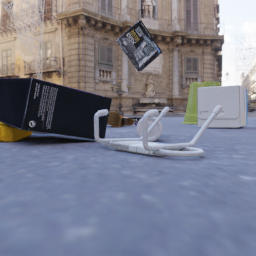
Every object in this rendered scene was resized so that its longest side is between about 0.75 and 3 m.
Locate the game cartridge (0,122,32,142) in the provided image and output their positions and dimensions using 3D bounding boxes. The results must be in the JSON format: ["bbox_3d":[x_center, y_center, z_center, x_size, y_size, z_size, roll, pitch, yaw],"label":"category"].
[{"bbox_3d":[-3.191,0.058,5.553,2.243,0.364,1.977,3,2,-8],"label":"game cartridge"}]

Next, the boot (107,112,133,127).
[{"bbox_3d":[-0.659,-0.337,10.875,1.476,0.566,1.146,0,3,-44],"label":"boot"}]

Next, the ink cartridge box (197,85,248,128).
[{"bbox_3d":[3.480,-0.737,10.208,1.432,1.425,1.951,0,2,29],"label":"ink cartridge box"}]

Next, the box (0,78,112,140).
[{"bbox_3d":[-1.555,-0.378,5.234,1.503,0.840,2.130,13,-1,-41],"label":"box"}]

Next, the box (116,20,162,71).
[{"bbox_3d":[0.529,-3.787,12.979,1.432,1.816,0.452,-43,20,-13],"label":"box"}]

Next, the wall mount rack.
[{"bbox_3d":[0.410,-0.008,3.709,1.421,0.610,1.636,-2,4,-40],"label":"wall mount rack"}]

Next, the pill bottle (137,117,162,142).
[{"bbox_3d":[0.400,0.001,5.143,0.451,0.451,0.830,0,2,5],"label":"pill bottle"}]

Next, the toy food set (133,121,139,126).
[{"bbox_3d":[0.514,-0.172,12.176,0.697,0.173,1.096,-1,-5,-22],"label":"toy food set"}]

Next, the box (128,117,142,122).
[{"bbox_3d":[-0.136,-0.433,15.686,1.184,0.322,1.478,2,3,40],"label":"box"}]

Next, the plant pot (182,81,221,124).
[{"bbox_3d":[3.923,-1.250,14.261,2.287,2.102,2.287,0,2,0],"label":"plant pot"}]
